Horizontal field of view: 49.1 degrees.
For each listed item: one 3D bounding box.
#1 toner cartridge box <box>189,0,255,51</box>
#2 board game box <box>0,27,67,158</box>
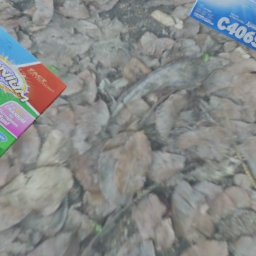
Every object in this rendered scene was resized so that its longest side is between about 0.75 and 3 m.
[{"bbox_3d":[2.987,-3.161,7.875,2.265,1.076,0.489,27,34,0],"label":"toner cartridge box"},{"bbox_3d":[-2.513,-0.825,5.117,2.117,0.558,2.766,42,27,-14],"label":"board game box"}]
